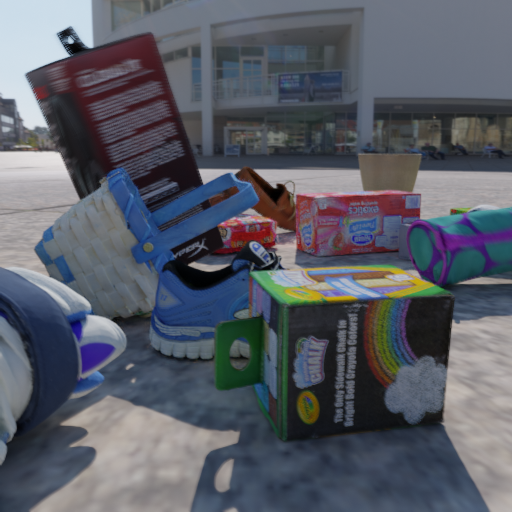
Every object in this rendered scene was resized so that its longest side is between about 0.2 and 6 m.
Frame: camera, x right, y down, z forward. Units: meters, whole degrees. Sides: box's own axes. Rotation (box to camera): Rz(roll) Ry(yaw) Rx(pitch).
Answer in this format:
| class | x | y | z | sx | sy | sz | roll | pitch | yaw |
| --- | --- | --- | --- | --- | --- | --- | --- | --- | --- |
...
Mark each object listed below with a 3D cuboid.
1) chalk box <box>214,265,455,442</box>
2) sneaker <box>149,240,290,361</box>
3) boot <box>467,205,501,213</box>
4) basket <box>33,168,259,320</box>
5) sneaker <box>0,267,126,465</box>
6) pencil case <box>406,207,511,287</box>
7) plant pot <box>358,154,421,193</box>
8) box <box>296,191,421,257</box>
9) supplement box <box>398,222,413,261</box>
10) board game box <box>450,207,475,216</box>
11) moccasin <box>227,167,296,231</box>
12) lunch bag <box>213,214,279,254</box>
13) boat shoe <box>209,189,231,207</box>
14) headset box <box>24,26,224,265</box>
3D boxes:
| class | x | y | z | sx | sy | sz | roll | pitch | yaw |
| --- | --- | --- | --- | --- | --- | --- | --- | --- | --- |
| chalk box | 0.463 | 0.657 | 4.136 | 1.591 | 0.993 | 0.986 | -1 | 11 | -12 |
| sneaker | 0.163 | 0.415 | 5.210 | 2.390 | 1.065 | 0.939 | 2 | 11 | 5 |
| boot | 4.299 | -0.102 | 9.014 | 1.125 | 0.906 | 2.490 | -34 | 32 | -30 |
| basket | -1.193 | -0.303 | 6.646 | 2.398 | 1.668 | 2.115 | -31 | 14 | -1 |
| sneaker | -1.513 | 0.704 | 3.171 | 2.089 | 1.149 | 2.853 | -11 | 19 | -40 |
| pencil case | 3.410 | -0.231 | 7.903 | 2.397 | 1.020 | 1.108 | -11 | -11 | -9 |
| plant pot | 3.546 | -1.850 | 15.048 | 1.645 | 1.757 | 1.645 | 0 | 11 | 0 |
| box | 1.916 | -0.647 | 10.605 | 2.165 | 1.111 | 1.025 | -5 | 11 | -18 |
| supplement box | 3.029 | -0.301 | 10.027 | 1.162 | 0.632 | 0.354 | -11 | 16 | -42 |
| board game box | 5.583 | -0.842 | 13.314 | 0.942 | 0.442 | 1.855 | -4 | 12 | -19 |
| moccasin | 0.451 | -1.285 | 12.614 | 2.283 | 0.881 | 0.835 | 33 | 33 | -24 |
| lunch bag | -0.381 | -0.446 | 10.695 | 1.591 | 0.652 | 1.402 | -9 | 14 | -39 |
| boat shoe | -1.955 | -1.031 | 12.384 | 3.102 | 1.114 | 1.175 | -6 | 10 | -23 |
| headset box | -2.112 | -1.669 | 8.570 | 1.368 | 3.543 | 2.637 | -29 | 27 | -23 |
